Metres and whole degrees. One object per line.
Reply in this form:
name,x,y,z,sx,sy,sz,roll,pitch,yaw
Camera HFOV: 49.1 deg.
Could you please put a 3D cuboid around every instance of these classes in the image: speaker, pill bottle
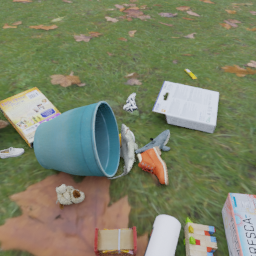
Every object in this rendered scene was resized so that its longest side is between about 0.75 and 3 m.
speaker,0.803,3.097,6.990,0.729,0.729,1.794,13,42,15
pill bottle,-0.250,0.468,10.356,0.905,0.510,0.510,-19,43,-20

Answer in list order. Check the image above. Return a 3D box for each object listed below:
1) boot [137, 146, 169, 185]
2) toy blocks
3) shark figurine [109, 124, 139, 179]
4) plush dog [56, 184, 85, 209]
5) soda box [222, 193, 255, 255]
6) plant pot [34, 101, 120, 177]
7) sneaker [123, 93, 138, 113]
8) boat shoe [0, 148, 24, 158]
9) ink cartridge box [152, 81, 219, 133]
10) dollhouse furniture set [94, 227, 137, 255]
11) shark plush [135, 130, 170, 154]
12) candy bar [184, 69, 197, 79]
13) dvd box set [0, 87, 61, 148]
boot,0.828,1.331,9.323,0.871,0.609,1.624,-14,36,-6
toy blocks,1.932,3.006,7.317,0.805,0.588,1.177,11,43,-3
shark figurine,-0.174,1.014,9.697,0.835,1.195,2.000,-12,52,23
plush dog,-1.669,2.054,8.357,0.753,0.876,0.703,-4,72,10
soda box,3.041,2.994,6.934,0.876,0.943,2.756,4,40,5
plant pot,-1.683,0.452,9.106,2.250,2.395,2.395,-6,38,14
sneaker,0.229,-0.995,11.603,0.554,0.340,0.852,35,64,-19
boat shoe,-4.182,0.847,10.065,0.839,0.293,0.297,-9,40,-11
ink cartridge box,2.521,-0.971,12.012,2.549,0.552,2.502,13,42,12
dollhouse furniture set,-0.312,3.427,6.731,1.054,0.797,1.959,0,57,-1
shark plush,0.859,0.540,10.171,1.515,0.631,0.688,-14,42,-17
candy bar,3.269,-2.843,14.696,0.255,0.113,1.022,-9,40,-16
dvd box set,-3.736,-0.501,11.072,1.759,0.353,2.404,-32,65,-34
